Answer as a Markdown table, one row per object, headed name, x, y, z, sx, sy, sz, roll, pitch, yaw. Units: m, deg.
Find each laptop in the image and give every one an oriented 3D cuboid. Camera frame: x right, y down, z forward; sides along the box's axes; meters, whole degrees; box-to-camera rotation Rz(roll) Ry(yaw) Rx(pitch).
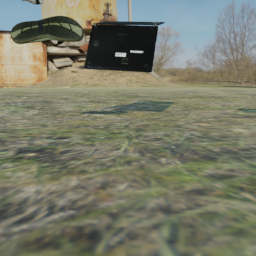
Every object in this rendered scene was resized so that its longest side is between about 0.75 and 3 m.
| name | x | y | z | sx | sy | sz | roll | pitch | yaw |
| --- | --- | --- | --- | --- | --- | --- | --- | --- | --- |
| laptop | -0.050 | -3.131 | 10.395 | 2.444 | 2.758 | 1.424 | 6 | -12 | 14 |

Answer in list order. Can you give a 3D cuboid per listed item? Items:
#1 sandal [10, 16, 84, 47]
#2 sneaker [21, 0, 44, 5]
| name | x | y | z | sx | sy | sz | roll | pitch | yaw |
| --- | --- | --- | --- | --- | --- | --- | --- | --- | --- |
| sandal | -2.096 | -2.489 | 7.415 | 1.915 | 0.760 | 0.546 | -1 | -22 | 4 |
| sneaker | -2.294 | -3.941 | 7.232 | 0.603 | 1.507 | 0.555 | 13 | 19 | -33 |
